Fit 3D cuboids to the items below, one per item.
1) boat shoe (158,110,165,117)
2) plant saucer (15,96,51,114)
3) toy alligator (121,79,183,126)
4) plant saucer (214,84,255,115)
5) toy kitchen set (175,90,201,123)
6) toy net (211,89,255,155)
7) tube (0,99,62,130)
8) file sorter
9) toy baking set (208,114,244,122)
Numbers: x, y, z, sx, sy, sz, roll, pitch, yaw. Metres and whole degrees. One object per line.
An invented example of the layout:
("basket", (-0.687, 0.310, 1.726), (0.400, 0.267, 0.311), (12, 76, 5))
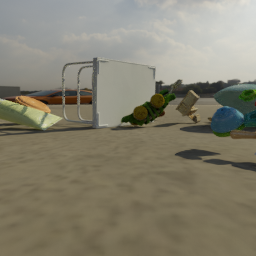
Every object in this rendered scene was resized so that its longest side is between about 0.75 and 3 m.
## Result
("boat shoe", (0.929, -0.581, 11.474), (1.140, 0.401, 0.401), (-2, 15, -7))
("plant saucer", (-3.386, -0.844, 10.055), (1.277, 0.206, 1.277), (26, 9, -5))
("toy alligator", (0.941, -0.709, 8.916), (2.629, 0.632, 0.871), (-35, -5, -17))
("plant saucer", (4.092, -0.889, 8.937), (2.591, 0.499, 2.591), (20, -5, 2))
("toy kitchen set", (2.440, -0.770, 10.038), (0.815, 0.901, 0.999), (47, 34, 20))
("toy net", (2.021, -0.014, 4.199), (1.028, 0.378, 1.960), (-30, 25, 1))
("tube", (-3.240, -0.397, 8.333), (2.390, 0.694, 0.621), (14, -21, 15))
("file sorter", (-0.623, -1.175, 9.642), (1.824, 2.033, 2.930), (6, 8, 39))
("toy baking set", (3.569, -0.386, 10.166), (1.110, 0.168, 1.446), (-14, 11, 1))
